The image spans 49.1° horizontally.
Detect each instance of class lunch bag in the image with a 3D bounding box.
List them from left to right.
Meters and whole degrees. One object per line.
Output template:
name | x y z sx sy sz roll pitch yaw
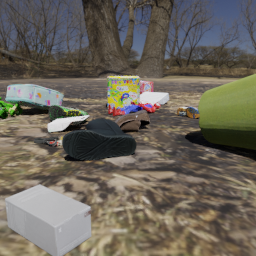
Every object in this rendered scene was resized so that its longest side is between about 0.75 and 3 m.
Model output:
lunch bag | -4.926 -1.577 14.924 2.146 1.032 2.676 2 -6 39

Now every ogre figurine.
ogre figurine | -6.215 -0.944 13.604 1.242 1.017 2.072 21 33 11

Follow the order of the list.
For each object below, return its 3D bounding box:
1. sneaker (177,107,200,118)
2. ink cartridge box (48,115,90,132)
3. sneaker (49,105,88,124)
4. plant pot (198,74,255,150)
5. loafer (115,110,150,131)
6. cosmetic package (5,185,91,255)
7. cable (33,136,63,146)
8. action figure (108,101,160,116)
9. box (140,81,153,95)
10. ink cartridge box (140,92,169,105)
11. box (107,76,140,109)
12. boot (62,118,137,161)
sneaker | 3.127 -0.824 13.824 0.650 0.555 1.474 -9 16 -33
ink cartridge box | -2.320 -0.190 11.187 1.446 0.362 1.164 -5 12 5
sneaker | -2.719 -0.569 12.647 1.967 0.768 0.838 14 10 18
plant pot | 3.690 -0.466 8.324 2.893 2.893 2.747 -13 7 -44
loafer | 0.183 -0.184 10.747 1.819 0.664 0.646 -23 61 -32
cosmetic package | -1.243 1.378 4.331 1.298 0.585 0.693 14 19 38
cable | -2.603 0.485 9.153 1.180 0.297 0.573 -9 27 18
action figure | 0.462 -1.078 14.734 2.921 0.755 0.956 -4 11 -28
box | 0.979 -3.268 23.017 1.110 1.159 2.325 -8 15 -32
ink cartridge box | 1.322 -1.674 18.096 1.836 0.542 2.294 10 34 35
box | -0.280 -2.108 16.492 1.874 1.805 1.143 0 16 -5
boot | -1.012 0.261 8.412 2.173 0.830 1.826 2 15 -24
